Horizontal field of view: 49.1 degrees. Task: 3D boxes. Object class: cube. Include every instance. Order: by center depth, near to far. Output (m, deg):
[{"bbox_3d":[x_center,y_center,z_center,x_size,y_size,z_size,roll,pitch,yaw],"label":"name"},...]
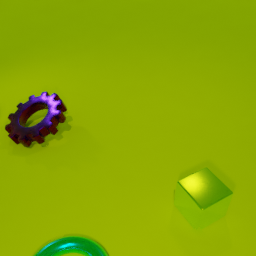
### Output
[{"bbox_3d":[1.661,1.593,6.308,0.871,0.871,0.871,-20,43,-21],"label":"cube"}]

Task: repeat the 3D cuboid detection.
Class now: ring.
[{"bbox_3d":[-1.116,2.734,5.202,1.643,0.329,1.643,1,31,0],"label":"ring"}]

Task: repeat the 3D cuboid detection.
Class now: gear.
[{"bbox_3d":[-2.804,-0.309,8.563,1.886,0.349,1.886,-11,49,13],"label":"gear"}]
